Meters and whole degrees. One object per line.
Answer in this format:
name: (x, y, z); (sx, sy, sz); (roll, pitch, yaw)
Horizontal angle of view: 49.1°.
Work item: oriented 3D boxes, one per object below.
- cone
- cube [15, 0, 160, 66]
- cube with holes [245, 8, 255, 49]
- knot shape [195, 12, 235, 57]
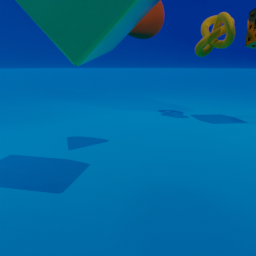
cone: (0.017, -1.915, 5.036); (0.985, 0.985, 0.989); (7, 38, 28)
cube: (-0.435, -1.709, 3.466); (1.208, 1.208, 1.208); (-39, 7, 30)
cube with holes: (4.060, -2.803, 7.725); (1.047, 1.047, 1.047); (9, -3, -11)
knot shape: (2.746, -3.016, 8.711); (0.724, 1.467, 1.567); (29, -32, -16)
